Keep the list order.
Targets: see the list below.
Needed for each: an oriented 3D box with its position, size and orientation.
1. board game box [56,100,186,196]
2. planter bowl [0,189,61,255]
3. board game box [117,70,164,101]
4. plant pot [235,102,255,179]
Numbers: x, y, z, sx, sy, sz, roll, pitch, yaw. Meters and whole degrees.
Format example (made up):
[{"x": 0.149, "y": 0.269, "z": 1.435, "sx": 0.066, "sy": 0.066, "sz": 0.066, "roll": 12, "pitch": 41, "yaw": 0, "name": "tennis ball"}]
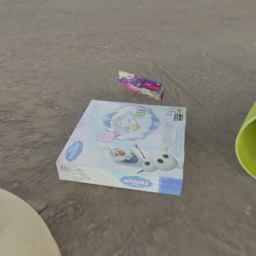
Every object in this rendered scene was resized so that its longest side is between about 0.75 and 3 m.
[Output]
[{"x": 0.026, "y": 0.318, "z": 7.381, "sx": 2.867, "sy": 0.625, "sz": 2.881, "roll": 7, "pitch": 37, "yaw": 9, "name": "board game box"}, {"x": -2.534, "y": 1.936, "z": 4.092, "sx": 2.899, "sy": 1.951, "sz": 2.899, "roll": 0, "pitch": 35, "yaw": 0, "name": "planter bowl"}, {"x": 0.459, "y": -1.263, "z": 8.676, "sx": 1.255, "sy": 0.338, "sz": 2.092, "roll": 24, "pitch": 2, "yaw": 9, "name": "board game box"}, {"x": 4.006, "y": -0.309, "z": 6.333, "sx": 2.535, "sy": 2.535, "sz": 2.710, "roll": 16, "pitch": 47, "yaw": 20, "name": "plant pot"}]
